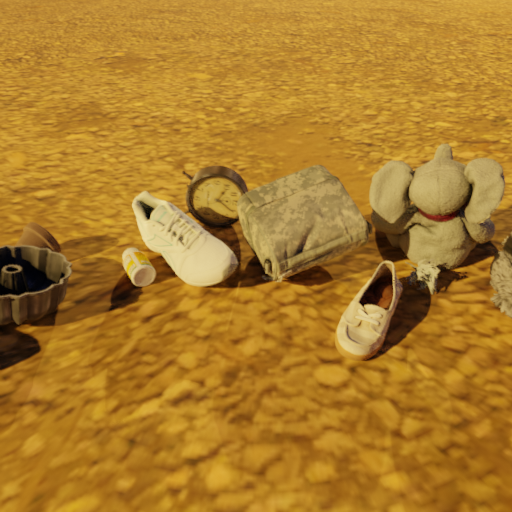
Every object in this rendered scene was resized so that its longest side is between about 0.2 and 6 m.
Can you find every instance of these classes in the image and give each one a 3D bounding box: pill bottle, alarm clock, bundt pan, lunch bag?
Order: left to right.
[{"bbox_3d":[-3.837,0.497,8.861,1.800,0.676,1.800,6,24,-3],"label":"bundt pan"},{"bbox_3d":[-2.065,0.175,9.737,0.429,0.429,0.761,-16,37,-23],"label":"pill bottle"},{"bbox_3d":[-0.581,-1.161,11.069,1.774,1.196,0.590,9,35,4],"label":"alarm clock"},{"bbox_3d":[0.787,-0.476,9.679,1.963,1.368,1.646,-21,36,-11],"label":"lunch bag"}]

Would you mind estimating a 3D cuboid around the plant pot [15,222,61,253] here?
[{"bbox_3d":[-3.999,-0.113,10.026,0.757,0.757,0.661,20,57,28],"label":"plant pot"}]

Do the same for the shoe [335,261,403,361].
[{"bbox_3d":[1.764,0.796,8.664,0.738,0.564,2.112,15,36,22],"label":"shoe"}]

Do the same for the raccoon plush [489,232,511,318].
[{"bbox_3d":[4.859,0.934,8.213,2.327,1.680,3.472,14,67,-29],"label":"raccoon plush"}]

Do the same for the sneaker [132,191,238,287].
[{"bbox_3d":[-1.380,-0.310,9.762,2.598,1.041,0.914,29,66,38],"label":"sneaker"}]

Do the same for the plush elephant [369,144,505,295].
[{"bbox_3d":[3.176,-0.951,9.886,2.262,2.127,2.747,9,35,14],"label":"plush elephant"}]
